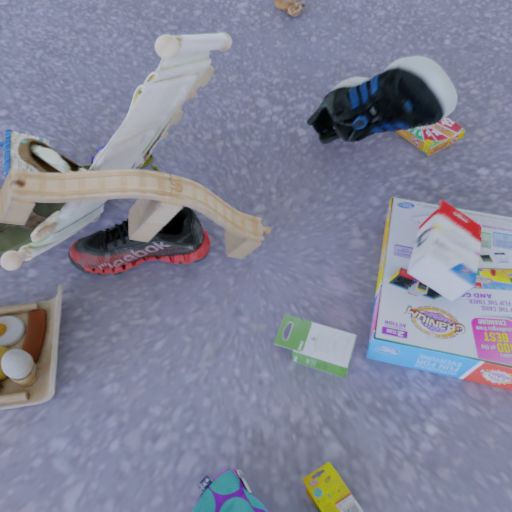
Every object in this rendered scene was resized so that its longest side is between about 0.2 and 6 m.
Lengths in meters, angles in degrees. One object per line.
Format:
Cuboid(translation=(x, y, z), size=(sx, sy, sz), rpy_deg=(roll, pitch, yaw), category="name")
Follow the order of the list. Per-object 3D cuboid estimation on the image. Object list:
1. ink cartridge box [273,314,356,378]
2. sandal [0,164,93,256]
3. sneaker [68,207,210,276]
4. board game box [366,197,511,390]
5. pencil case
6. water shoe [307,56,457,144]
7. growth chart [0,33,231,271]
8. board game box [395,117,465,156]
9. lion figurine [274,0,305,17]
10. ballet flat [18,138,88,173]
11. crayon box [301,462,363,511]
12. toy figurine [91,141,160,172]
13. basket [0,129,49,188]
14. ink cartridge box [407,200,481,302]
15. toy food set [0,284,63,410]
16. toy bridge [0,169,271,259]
Cuboid(translation=(0.888, 1.358, 8.505), size=(1.152, 0.342, 0.598), rpy_deg=(16, 53, 12), category="ink cartridge box")
Cuboid(translation=(-3.767, -0.945, 9.806), size=(2.715, 0.775, 1.078), rpy_deg=(-33, 102, -25), category="sandal")
Cuboid(translation=(-1.989, -0.326, 9.347), size=(2.386, 1.166, 0.843), rpy_deg=(-8, 54, -4), category="sneaker")
Cuboid(translation=(3.127, 0.468, 9.042), size=(2.312, 0.609, 3.021), rpy_deg=(12, 52, 9), category="board game box")
Cuboid(translation=(0.075, 3.348, 6.618), size=(1.851, 0.788, 0.855), rpy_deg=(33, 76, 23), category="pencil case")
Cuboid(translation=(2.159, -2.549, 10.157), size=(1.383, 1.253, 3.506), rpy_deg=(-45, 19, -8), category="water shoe")
Cuboid(translation=(-1.962, -1.741, 8.727), size=(0.386, 4.348, 3.146), rpy_deg=(40, 17, -4), category="growth chart")
Cuboid(translation=(3.309, -3.009, 12.074), size=(1.044, 0.328, 2.185), rpy_deg=(-28, 54, -22), category="board game box")
Cuboid(translation=(0.834, -6.734, 15.039), size=(0.717, 0.424, 1.170), rpy_deg=(-43, 49, -20), category="lion figurine")
Cuboid(translation=(-3.322, -1.493, 9.764), size=(1.706, 0.617, 0.578), rpy_deg=(37, 72, -21), category="ballet flat")
Cuboid(translation=(0.967, 3.102, 7.201), size=(0.471, 0.188, 0.742), rpy_deg=(-24, 56, -18), category="crayon box")
Cuboid(translation=(-2.630, -1.850, 10.755), size=(1.443, 0.864, 0.761), rpy_deg=(-27, 56, -19), category="toy figurine")
Cuboid(translation=(-4.620, -1.647, 10.390), size=(1.544, 1.074, 1.362), rpy_deg=(3, 50, -20), category="basket")
Cuboid(translation=(2.913, -0.115, 8.568), size=(0.853, 0.494, 1.468), rpy_deg=(33, 46, -3), category="ink cartridge box")
Cuboid(translation=(-4.149, 1.339, 8.248), size=(2.519, 0.761, 1.808), rpy_deg=(-7, 52, -6), category="toy food set")
Cuboid(translation=(-1.470, -0.683, 8.202), size=(4.023, 1.352, 0.547), rpy_deg=(9, 62, -32), category="toy bridge")
